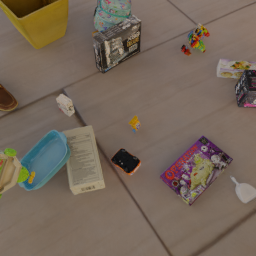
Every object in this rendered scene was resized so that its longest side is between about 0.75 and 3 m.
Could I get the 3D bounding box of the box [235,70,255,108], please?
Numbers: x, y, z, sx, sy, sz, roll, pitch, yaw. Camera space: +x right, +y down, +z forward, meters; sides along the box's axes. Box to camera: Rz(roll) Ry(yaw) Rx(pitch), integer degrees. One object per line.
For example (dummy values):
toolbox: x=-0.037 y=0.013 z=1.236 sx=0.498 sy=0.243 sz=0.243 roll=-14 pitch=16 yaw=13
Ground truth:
box: x=5.392 y=-1.499 z=11.074 sx=1.858 sy=1.228 sz=1.066 roll=2 pitch=63 yaw=1

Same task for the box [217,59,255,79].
box: x=5.349 y=-2.439 z=12.015 sx=2.950 sy=0.611 sz=0.571 roll=7 pitch=60 yaw=3

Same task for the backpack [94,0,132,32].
backpack: x=-0.681 y=-5.233 z=13.054 sx=1.783 sy=1.512 sz=2.009 roll=11 pitch=55 yaw=-12

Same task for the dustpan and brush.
dustpan and brush: x=3.862 y=2.017 z=9.544 sx=0.701 sy=0.287 sz=1.004 roll=-24 pitch=68 yaw=-21

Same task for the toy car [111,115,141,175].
toy car: x=0.292 y=0.696 z=10.013 sx=1.102 sy=0.748 sz=2.247 roll=10 pitch=59 yaw=31

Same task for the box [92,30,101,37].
box: x=-1.073 y=-4.197 z=13.284 sx=0.773 sy=0.269 sz=1.298 roll=-26 pitch=64 yaw=-16

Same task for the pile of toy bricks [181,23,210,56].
pile of toy bricks: x=3.196 y=-3.861 z=12.811 sx=0.965 sy=1.084 sz=1.954 roll=36 pitch=44 yaw=-11

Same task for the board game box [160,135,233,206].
board game box: x=2.414 y=1.431 z=9.844 sx=2.331 sy=0.376 sz=1.399 roll=-40 pitch=62 yaw=-21

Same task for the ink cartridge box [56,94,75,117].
ink cartridge box: x=-2.444 y=-0.888 z=10.966 sx=0.572 sy=0.780 sz=0.323 roll=33 pitch=64 yaw=18

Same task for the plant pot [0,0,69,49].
plant pot: x=-4.162 y=-5.138 z=12.754 sx=2.419 sy=2.134 sz=2.419 roll=-36 pitch=66 yaw=-20

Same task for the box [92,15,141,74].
box: x=-0.424 y=-3.576 z=12.043 sx=2.201 sy=1.736 sz=0.548 roll=-35 pitch=65 yaw=-20

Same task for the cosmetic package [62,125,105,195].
cosmetic package: x=-1.565 y=1.084 z=9.765 sx=1.147 sy=0.775 sz=2.181 roll=-11 pitch=59 yaw=-5

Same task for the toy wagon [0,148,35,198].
toy wagon: x=-3.877 y=1.359 z=8.395 sx=0.418 sy=2.110 sz=1.637 roll=36 pitch=107 yaw=47

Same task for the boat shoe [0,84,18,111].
boat shoe: x=-5.444 y=-1.488 z=11.321 sx=2.342 sy=0.791 sz=0.843 roll=34 pitch=65 yaw=19

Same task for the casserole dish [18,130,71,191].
casserole dish: x=-2.800 y=1.117 z=9.479 sx=2.311 sy=0.448 sz=1.400 roll=-44 pitch=54 yaw=5
